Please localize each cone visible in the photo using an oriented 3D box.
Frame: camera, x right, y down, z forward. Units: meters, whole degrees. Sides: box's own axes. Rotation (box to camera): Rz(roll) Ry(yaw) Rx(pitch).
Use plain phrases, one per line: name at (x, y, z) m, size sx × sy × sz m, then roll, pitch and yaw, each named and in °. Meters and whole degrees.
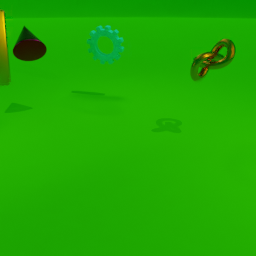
cone at (-3.239, -2.881, 8.989) m, size 1.034 × 1.034 × 1.037 m, roll -11°, pitch 69°, yaw -23°

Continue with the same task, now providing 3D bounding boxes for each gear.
gear at (-0.880, -3.213, 10.892) m, size 1.430 × 1.430 × 0.265 m, roll 6°, pitch 30°, yaw 13°

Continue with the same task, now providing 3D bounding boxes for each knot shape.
knot shape at (2.228, -1.819, 7.593) m, size 1.335 × 0.617 × 1.249 m, roll -33°, pitch 6°, yaw 14°

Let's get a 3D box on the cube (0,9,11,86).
cube at (-3.170, -1.487, 5.200) m, size 1.372 × 1.372 × 1.372 m, roll -13°, pitch 20°, yaw -43°
